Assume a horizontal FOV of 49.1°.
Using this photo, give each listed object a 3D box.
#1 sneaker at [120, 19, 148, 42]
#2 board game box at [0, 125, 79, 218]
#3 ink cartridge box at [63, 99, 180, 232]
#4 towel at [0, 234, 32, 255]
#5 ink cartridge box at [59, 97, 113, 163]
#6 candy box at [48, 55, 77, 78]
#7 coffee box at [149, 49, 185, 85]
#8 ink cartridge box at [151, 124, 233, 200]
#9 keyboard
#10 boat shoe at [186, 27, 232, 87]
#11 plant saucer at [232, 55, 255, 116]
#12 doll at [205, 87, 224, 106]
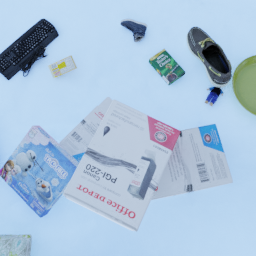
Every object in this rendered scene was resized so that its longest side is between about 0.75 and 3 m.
[{"bbox_3d":[0.161,-3.742,10.770,1.068,0.406,0.772,12,71,2],"label":"sneaker"},{"bbox_3d":[-2.801,1.355,8.895,2.077,0.450,2.067,40,99,11],"label":"board game box"},{"bbox_3d":[-0.142,1.015,7.726,2.126,1.238,2.919,26,76,2],"label":"ink cartridge box"},{"bbox_3d":[-4.172,4.244,8.052,2.592,0.624,2.219,0,76,-1],"label":"towel"},{"bbox_3d":[-0.993,0.216,9.412,1.317,0.770,2.271,43,80,11],"label":"ink cartridge box"},{"bbox_3d":[-2.379,-2.216,10.168,0.982,0.130,0.502,-20,104,13],"label":"candy box"},{"bbox_3d":[1.434,-2.276,10.411,0.771,0.276,1.255,-35,77,-9],"label":"coffee box"},{"bbox_3d":[1.683,1.122,8.976,2.621,1.105,1.913,-11,75,-2],"label":"ink cartridge box"},{"bbox_3d":[-3.773,-3.016,10.505,1.431,0.545,2.750,40,79,11],"label":"keyboard"},{"bbox_3d":[2.983,-2.772,10.213,0.947,0.800,2.656,-23,70,-5],"label":"boat shoe"},{"bbox_3d":[4.964,-1.458,10.118,2.527,0.393,2.527,0,74,1],"label":"plant saucer"},{"bbox_3d":[3.121,-1.258,10.140,0.631,0.224,0.925,30,75,21],"label":"doll"}]
